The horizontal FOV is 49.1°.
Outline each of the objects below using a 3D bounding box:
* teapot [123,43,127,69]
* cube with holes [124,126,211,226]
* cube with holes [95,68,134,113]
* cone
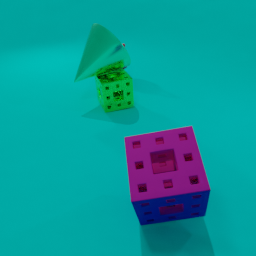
[{"bbox_3d":[-0.409,-2.661,10.647,0.942,1.516,0.742,19,63,-13],"label":"teapot"},{"bbox_3d":[0.649,0.853,4.842,1.161,1.161,1.161,-10,53,4],"label":"cube with holes"},{"bbox_3d":[-0.436,-1.205,8.812,0.956,0.956,0.956,-13,34,-14],"label":"cube with holes"},{"bbox_3d":[-1.049,-1.935,8.403,1.629,1.623,1.623,-47,47,-8],"label":"cone"}]
